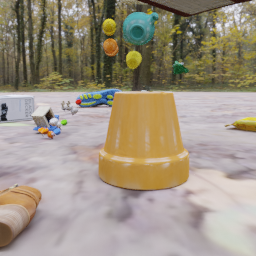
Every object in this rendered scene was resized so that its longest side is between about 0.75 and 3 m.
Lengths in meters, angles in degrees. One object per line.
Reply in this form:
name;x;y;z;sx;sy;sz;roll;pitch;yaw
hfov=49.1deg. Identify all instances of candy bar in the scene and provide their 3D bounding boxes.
candy bar;3.586;0.002;6.210;0.716;0.318;2.871;-12;15;-39

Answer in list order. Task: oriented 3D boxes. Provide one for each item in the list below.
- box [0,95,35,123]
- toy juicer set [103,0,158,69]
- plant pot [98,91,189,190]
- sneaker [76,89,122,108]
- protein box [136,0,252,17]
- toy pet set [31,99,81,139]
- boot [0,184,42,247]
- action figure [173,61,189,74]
box;-4.322;-0.569;8.404;1.507;0.777;2.584;8;12;41
toy juicer set;0.086;-3.634;9.937;1.801;2.831;0.770;23;36;-7
plant pot;0.196;0.071;3.418;1.118;1.023;1.118;0;9;0
sneaker;-1.351;-1.546;14.287;2.596;0.920;1.076;-5;16;-14
protein box;0.749;-2.985;4.021;2.068;2.053;1.395;1;7;-36
toy pet set;-1.633;-0.076;6.331;1.078;0.613;1.154;4;42;22
boot;-1.169;0.605;2.181;0.903;0.346;0.701;0;9;0
action figure;1.782;-2.121;9.787;0.576;0.267;0.976;-13;-10;19
